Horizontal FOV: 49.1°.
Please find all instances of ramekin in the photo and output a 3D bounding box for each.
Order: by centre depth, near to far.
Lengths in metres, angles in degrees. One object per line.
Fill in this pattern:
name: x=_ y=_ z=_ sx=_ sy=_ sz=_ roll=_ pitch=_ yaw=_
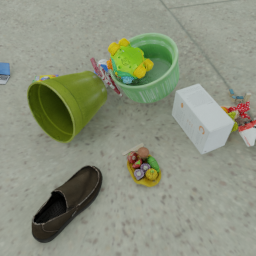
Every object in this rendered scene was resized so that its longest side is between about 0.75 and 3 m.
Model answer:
ramekin: x=0.783 y=-2.421 z=11.673 sx=2.852 sy=1.393 sz=2.852 roll=-10 pitch=58 yaw=16

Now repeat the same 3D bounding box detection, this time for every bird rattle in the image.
bird rattle: x=4.019 y=-0.618 z=11.299 sx=1.477 sy=1.021 sz=1.812 roll=19 pitch=47 yaw=39

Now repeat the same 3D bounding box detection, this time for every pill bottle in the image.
pill bottle: x=-1.188 y=-2.520 z=12.911 sx=0.768 sy=0.768 sz=1.369 roll=3 pitch=51 yaw=2

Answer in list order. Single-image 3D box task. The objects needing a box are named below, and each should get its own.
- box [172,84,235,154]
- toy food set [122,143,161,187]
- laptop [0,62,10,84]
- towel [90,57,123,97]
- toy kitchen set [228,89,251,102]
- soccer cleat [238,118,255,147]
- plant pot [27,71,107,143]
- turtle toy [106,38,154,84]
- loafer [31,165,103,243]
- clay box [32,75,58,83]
box: x=2.774 y=-0.377 z=10.756 sx=1.099 sy=1.402 sz=2.254 roll=-19 pitch=54 yaw=-15
toy food set: x=0.504 y=1.211 z=9.999 sx=1.067 sy=0.592 sz=1.813 roll=-20 pitch=54 yaw=-15
laptop: x=-6.047 y=-2.565 z=13.091 sx=0.872 sy=0.540 sz=0.931 roll=5 pitch=51 yaw=5
towel: x=-0.865 y=-2.084 z=11.522 sx=0.191 sy=1.678 sz=1.209 roll=-38 pitch=43 yaw=12
toy kitchen set: x=4.884 y=-1.498 z=12.288 sx=0.755 sy=0.445 sz=0.605 roll=-1 pitch=51 yaw=-1
soccer cleat: x=5.235 y=0.037 z=10.910 sx=2.312 sy=0.793 sz=0.985 roll=-17 pitch=85 yaw=-30
plant pot: x=-2.127 y=-1.075 z=10.917 sx=2.487 sy=2.487 sz=2.395 roll=31 pitch=46 yaw=22
turtle toy: x=0.036 y=-2.570 z=11.068 sx=1.689 sy=1.171 sz=2.317 roll=42 pitch=35 yaw=0
loafer: x=-1.851 y=2.241 z=8.869 sx=1.074 sy=1.049 sz=2.942 roll=27 pitch=56 yaw=20
clay box: x=-3.826 y=-2.105 z=12.873 sx=1.232 sy=0.293 sz=0.708 roll=-3 pitch=50 yaw=-4
